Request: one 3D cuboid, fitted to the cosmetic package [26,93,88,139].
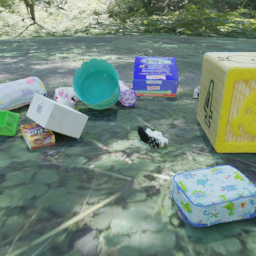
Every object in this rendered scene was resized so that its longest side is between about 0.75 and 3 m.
[{"bbox_3d":[-2.570,-0.427,10.179,1.526,0.938,1.521,21,3,-46],"label":"cosmetic package"}]

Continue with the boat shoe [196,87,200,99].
[{"bbox_3d":[3.858,-1.237,12.871,0.957,0.885,2.592,1,-4,30],"label":"boat shoe"}]

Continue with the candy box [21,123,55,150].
[{"bbox_3d":[-3.237,0.249,10.035,0.856,0.414,1.468,-13,27,-28],"label":"candy box"}]

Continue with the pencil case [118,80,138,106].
[{"bbox_3d":[-0.252,-1.812,14.161,0.907,0.890,2.121,-42,31,0],"label":"pencil case"}]

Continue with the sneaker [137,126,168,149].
[{"bbox_3d":[0.872,0.295,9.882,0.588,0.492,1.328,-17,38,-34],"label":"sneaker"}]

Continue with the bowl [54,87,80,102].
[{"bbox_3d":[-3.184,-1.798,14.709,1.354,0.505,1.352,-2,24,-7],"label":"bowl"}]

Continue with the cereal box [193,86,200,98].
[{"bbox_3d":[4.858,-1.840,14.808,2.361,0.467,1.699,13,26,27],"label":"cereal box"}]

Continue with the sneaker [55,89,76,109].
[{"bbox_3d":[-2.930,-1.258,13.162,0.899,0.829,2.037,-6,32,-16],"label":"sneaker"}]

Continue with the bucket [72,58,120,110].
[{"bbox_3d":[-1.354,-1.887,12.642,2.154,2.154,1.402,1,-11,3],"label":"bucket"}]

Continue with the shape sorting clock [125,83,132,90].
[{"bbox_3d":[0.128,-2.497,16.624,1.334,0.262,1.334,0,23,0],"label":"shape sorting clock"}]

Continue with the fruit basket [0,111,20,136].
[{"bbox_3d":[-4.807,-0.195,10.739,1.453,1.048,1.453,5,-20,2],"label":"fruit basket"}]

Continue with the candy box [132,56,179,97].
[{"bbox_3d":[1.497,-2.959,15.850,2.443,1.113,2.889,3,38,3],"label":"candy box"}]

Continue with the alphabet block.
[{"bbox_3d":[4.206,-1.018,9.859,2.873,2.889,2.942,-1,23,0],"label":"alphabet block"}]

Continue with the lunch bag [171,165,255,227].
[{"bbox_3d":[2.006,1.530,6.605,1.814,0.748,1.459,-7,26,-16],"label":"lunch bag"}]

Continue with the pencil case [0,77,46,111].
[{"bbox_3d":[-5.278,-1.488,13.068,1.345,1.233,2.966,41,38,16],"label":"pencil case"}]
